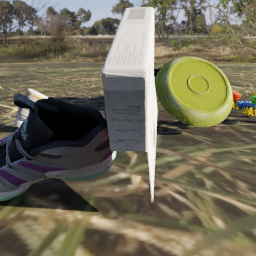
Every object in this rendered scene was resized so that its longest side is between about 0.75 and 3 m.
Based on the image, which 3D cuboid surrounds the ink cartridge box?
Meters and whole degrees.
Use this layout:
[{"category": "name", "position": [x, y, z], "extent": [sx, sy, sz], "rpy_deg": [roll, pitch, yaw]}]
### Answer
[{"category": "ink cartridge box", "position": [0.127, -0.381, 3.618], "extent": [0.446, 1.759, 1.996], "rpy_deg": [0, 37, 7]}]

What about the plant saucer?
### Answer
[{"category": "plant saucer", "position": [1.692, -1.004, 6.891], "extent": [2.045, 2.045, 0.318], "rpy_deg": [-4, -24, -14]}]

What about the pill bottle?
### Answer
[{"category": "pill bottle", "position": [-2.473, -0.455, 7.106], "extent": [0.563, 0.967, 0.563], "rpy_deg": [26, 2, -1]}]

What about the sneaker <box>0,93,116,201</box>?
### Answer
[{"category": "sneaker", "position": [-1.298, 0.161, 3.484], "extent": [2.299, 1.608, 0.894], "rpy_deg": [-14, 60, -11]}]

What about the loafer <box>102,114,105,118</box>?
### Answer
[{"category": "loafer", "position": [-1.148, -0.222, 6.913], "extent": [1.236, 0.420, 0.434], "rpy_deg": [-3, -24, 8]}]

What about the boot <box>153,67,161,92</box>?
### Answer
[{"category": "boot", "position": [0.644, -1.730, 9.866], "extent": [2.041, 1.027, 2.730], "rpy_deg": [11, 1, 3]}]

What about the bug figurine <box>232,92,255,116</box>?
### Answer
[{"category": "bug figurine", "position": [3.395, -0.702, 7.713], "extent": [1.626, 0.539, 2.096], "rpy_deg": [8, -1, 43]}]
